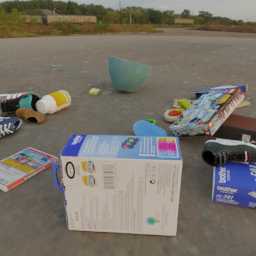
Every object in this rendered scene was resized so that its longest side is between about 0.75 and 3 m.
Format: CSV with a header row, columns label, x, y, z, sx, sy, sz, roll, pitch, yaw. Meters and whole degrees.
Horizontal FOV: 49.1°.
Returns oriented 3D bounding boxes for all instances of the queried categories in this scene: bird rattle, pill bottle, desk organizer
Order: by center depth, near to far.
label,x,y,z,sx,sy,sz,roll,pitch,yaw
desk organizer,4.006,-0.017,10.424,1.963,0.704,0.756,14,45,30
bird rattle,2.197,-0.502,12.103,1.268,0.876,1.555,-5,34,18
pill bottle,-3.490,-1.181,13.093,0.864,0.864,1.555,13,26,27

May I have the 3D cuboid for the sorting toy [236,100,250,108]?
label,x,y,z,sx,sy,sz,roll,pitch,yaw
sorting toy,5.135,-1.279,14.228,1.713,0.229,1.276,-13,31,-26

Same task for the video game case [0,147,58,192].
label,x,y,z,sx,sy,sz,roll,pitch,yaw
video game case,-3.331,1.190,8.565,1.382,0.169,1.933,14,28,30

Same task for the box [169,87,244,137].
label,x,y,z,sx,sy,sz,roll,pitch,yaw
box,2.940,-0.576,10.418,2.536,0.506,1.736,-41,20,-31

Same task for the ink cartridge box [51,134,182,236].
label,x,y,z,sx,sy,sz,roll,pitch,yaw
ink cartridge box,-0.347,1.221,6.219,2.892,1.973,1.104,1,24,2

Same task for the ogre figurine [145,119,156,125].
label,x,y,z,sx,sy,sz,roll,pitch,yaw
ogre figurine,0.824,-0.137,11.325,0.515,0.421,0.859,-3,9,23

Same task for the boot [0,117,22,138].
label,x,y,z,sx,sy,sz,roll,pitch,yaw
boot,-4.778,0.029,10.494,0.918,0.739,2.032,-4,23,4

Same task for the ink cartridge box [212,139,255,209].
label,x,y,z,sx,sy,sz,roll,pitch,yaw
ink cartridge box,3.140,1.177,8.043,1.290,0.607,2.745,6,24,16

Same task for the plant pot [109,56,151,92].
label,x,y,z,sx,sy,sz,roll,pitch,yaw
plant pot,-0.039,-3.002,16.023,2.459,1.656,2.459,13,14,-3

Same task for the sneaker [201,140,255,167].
label,x,y,z,sx,sy,sz,roll,pitch,yaw
sneaker,2.773,0.784,7.558,1.687,0.596,0.836,8,28,34

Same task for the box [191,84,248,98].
label,x,y,z,sx,sy,sz,roll,pitch,yaw
box,4.807,-1.910,14.877,2.714,0.440,1.644,-13,11,-30

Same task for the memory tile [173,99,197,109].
label,x,y,z,sx,sy,sz,roll,pitch,yaw
memory tile,3.172,-1.179,14.031,1.820,0.153,1.395,6,24,12

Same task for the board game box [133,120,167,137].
label,x,y,z,sx,sy,sz,roll,pitch,yaw
board game box,0.788,0.235,10.439,1.317,0.256,1.041,26,39,8

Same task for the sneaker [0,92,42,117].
label,x,y,z,sx,sy,sz,roll,pitch,yaw
sneaker,-4.940,-1.004,12.566,1.597,1.106,2.644,7,22,40

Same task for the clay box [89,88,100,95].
label,x,y,z,sx,sy,sz,roll,pitch,yaw
clay box,-1.932,-2.060,16.000,0.444,0.184,0.772,7,25,7

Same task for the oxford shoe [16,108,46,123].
label,x,y,z,sx,sy,sz,roll,pitch,yaw
oxford shoe,-4.313,-0.516,12.065,1.511,0.539,0.538,11,30,21
